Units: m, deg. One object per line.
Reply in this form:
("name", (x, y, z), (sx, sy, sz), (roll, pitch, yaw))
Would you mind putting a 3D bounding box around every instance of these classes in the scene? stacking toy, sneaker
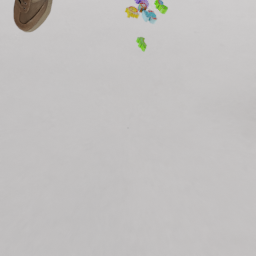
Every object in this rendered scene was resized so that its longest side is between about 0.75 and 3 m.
("stacking toy", (0.276, -1.763, 4.182), (0.235, 0.753, 0.998), (-2, 59, -24))
("sneaker", (-1.653, -2.614, 4.763), (0.770, 2.186, 0.826), (52, 35, 13))
